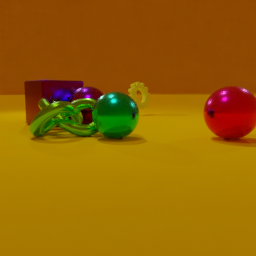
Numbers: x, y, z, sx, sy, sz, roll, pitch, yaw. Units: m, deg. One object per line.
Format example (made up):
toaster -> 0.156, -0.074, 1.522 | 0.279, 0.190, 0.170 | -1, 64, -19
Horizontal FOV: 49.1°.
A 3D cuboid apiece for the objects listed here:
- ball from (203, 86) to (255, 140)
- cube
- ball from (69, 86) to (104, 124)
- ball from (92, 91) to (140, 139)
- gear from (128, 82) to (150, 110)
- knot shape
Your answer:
ball -> 2.198, -0.323, 5.982 | 1.139, 1.139, 1.139 | 0, 7, 0
cube -> -2.264, -0.772, 8.619 | 1.340, 1.340, 1.340 | -6, 10, -40
ball -> -1.104, -0.591, 7.862 | 1.139, 1.139, 1.139 | 0, 7, 0
ball -> -0.264, -0.277, 6.095 | 1.029, 1.029, 1.029 | 0, 7, 0
gear -> 0.510, -1.424, 12.413 | 0.225, 1.218, 1.218 | -9, -1, 44
knot shape -> -1.550, -0.252, 6.541 | 1.787, 0.826, 1.672 | 5, 11, 27
